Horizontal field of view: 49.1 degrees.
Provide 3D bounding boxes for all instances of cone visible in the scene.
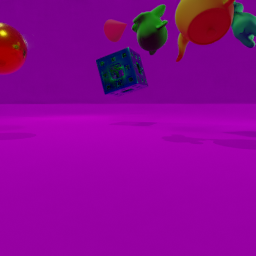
[{"bbox_3d":[-0.323,-3.921,10.946,0.899,0.899,0.902,-5,2,-40],"label":"cone"}]

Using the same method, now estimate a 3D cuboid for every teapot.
[{"bbox_3d":[1.702,-2.380,6.296,1.294,1.019,2.081,15,-39,-28],"label":"teapot"}]

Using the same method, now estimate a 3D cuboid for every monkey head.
[{"bbox_3d":[0.692,-2.495,7.038,1.096,0.918,1.524,-39,-6,-10],"label":"monkey head"}]

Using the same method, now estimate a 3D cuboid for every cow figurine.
[{"bbox_3d":[3.430,-3.323,8.685,1.548,0.863,1.573,34,41,-5],"label":"cow figurine"}]

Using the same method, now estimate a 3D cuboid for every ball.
[{"bbox_3d":[-3.368,-2.092,7.418,1.336,1.336,1.336,0,5,0],"label":"ball"}]

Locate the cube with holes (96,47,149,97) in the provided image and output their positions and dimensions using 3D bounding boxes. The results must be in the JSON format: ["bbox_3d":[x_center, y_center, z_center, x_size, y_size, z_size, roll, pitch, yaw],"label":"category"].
[{"bbox_3d":[-0.201,-2.146,11.085,1.396,1.396,1.396,-16,-3,20],"label":"cube with holes"}]
